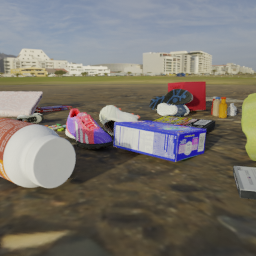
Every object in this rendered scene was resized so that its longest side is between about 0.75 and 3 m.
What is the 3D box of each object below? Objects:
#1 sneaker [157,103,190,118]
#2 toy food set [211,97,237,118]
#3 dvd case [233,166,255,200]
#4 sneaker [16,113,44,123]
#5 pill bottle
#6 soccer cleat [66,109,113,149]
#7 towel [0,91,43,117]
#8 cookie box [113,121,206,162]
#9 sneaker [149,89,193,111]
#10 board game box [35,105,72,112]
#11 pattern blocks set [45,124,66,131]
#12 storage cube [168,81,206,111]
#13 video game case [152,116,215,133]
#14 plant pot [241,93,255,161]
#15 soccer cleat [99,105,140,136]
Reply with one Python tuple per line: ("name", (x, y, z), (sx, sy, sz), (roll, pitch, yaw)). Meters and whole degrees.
("sneaker", (2.310, -0.867, 13.946), (1.153, 0.634, 1.574), (4, 4, -30))
("toy food set", (4.833, -1.143, 14.124), (1.042, 0.982, 2.182), (9, 14, 37))
("dvd case", (2.885, 1.058, 5.207), (1.657, 0.205, 1.245), (3, 12, 15))
("sneaker", (-4.125, -0.341, 11.768), (1.168, 0.432, 0.463), (-6, 21, 2))
("pill bottle", (-2.070, 0.476, 5.542), (2.148, 1.205, 1.205), (9, 14, 40))
("soccer cleat", (-1.269, 0.003, 8.556), (0.857, 0.920, 2.513), (-4, 13, -31))
("towel", (-5.861, -1.231, 14.353), (2.498, 0.403, 2.386), (0, 32, 2))
("cookie box", (0.841, 0.267, 7.454), (1.912, 0.719, 1.636), (11, 10, 37))
("sneaker", (2.310, -1.387, 14.579), (2.372, 0.898, 0.914), (-10, -22, 38))
("board game box", (-4.295, -1.115, 16.029), (1.936, 0.188, 0.997), (-10, 14, -41))
("pattern blocks set", (-2.839, -0.007, 10.629), (0.918, 0.085, 1.044), (7, 16, 19))
("storage cube", (3.212, -1.751, 15.429), (1.740, 1.564, 1.487), (-7, 9, -27))
("video game case", (1.777, -0.021, 10.192), (2.147, 0.303, 2.376), (7, 16, 32))
("plant pot", (3.945, -0.103, 6.273), (2.317, 2.520, 2.520), (-5, 6, 38))
("soccer cleat", (-0.557, -0.255, 10.084), (1.025, 0.916, 2.643), (-21, 19, -26))
